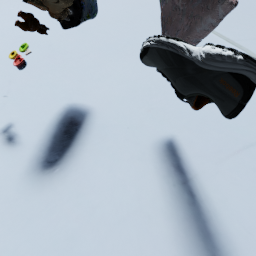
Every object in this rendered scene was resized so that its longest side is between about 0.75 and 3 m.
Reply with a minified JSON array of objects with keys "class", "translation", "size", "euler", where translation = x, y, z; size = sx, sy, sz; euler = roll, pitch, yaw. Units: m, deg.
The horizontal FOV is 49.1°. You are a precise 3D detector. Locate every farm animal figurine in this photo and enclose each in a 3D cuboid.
[{"class":"farm animal figurine","translation":[-1.352,-2.482,5.032],"size":[0.897,1.440,1.783],"euler":[16,49,-30]}]

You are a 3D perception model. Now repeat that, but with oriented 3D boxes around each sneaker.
[{"class":"sneaker","translation":[0.851,-0.817,4.198],"size":[0.838,0.899,2.268],"euler":[11,15,-37]}]

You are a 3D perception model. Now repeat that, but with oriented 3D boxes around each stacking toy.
[{"class":"stacking toy","translation":[-2.902,-1.966,7.786],"size":[0.681,0.318,0.752],"euler":[-40,53,3]}]

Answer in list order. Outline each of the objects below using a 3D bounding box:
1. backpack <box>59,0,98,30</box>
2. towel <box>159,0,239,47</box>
[{"class":"backpack","translation":[-1.524,-3.672,8.294],"size":[1.273,1.351,1.656],"euler":[-11,19,-2]},{"class":"towel","translation":[1.394,-3.145,6.610],"size":[0.447,2.774,2.650],"euler":[0,77,-17]}]
